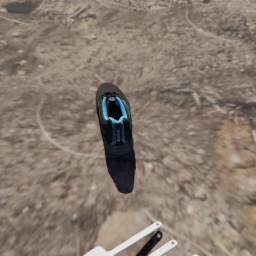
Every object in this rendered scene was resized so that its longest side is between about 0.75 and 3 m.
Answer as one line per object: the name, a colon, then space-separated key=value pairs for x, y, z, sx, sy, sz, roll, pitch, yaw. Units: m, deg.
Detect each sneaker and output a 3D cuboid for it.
sneaker: x=-0.321 y=-0.537 z=7.037 sx=0.913 sy=1.021 sz=2.493 roll=-11 pitch=43 yaw=-8

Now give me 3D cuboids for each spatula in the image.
spatula: x=0.165 y=2.374 z=4.860 sx=1.988 sy=0.160 sz=1.382 roll=-21 pitch=34 yaw=-31
